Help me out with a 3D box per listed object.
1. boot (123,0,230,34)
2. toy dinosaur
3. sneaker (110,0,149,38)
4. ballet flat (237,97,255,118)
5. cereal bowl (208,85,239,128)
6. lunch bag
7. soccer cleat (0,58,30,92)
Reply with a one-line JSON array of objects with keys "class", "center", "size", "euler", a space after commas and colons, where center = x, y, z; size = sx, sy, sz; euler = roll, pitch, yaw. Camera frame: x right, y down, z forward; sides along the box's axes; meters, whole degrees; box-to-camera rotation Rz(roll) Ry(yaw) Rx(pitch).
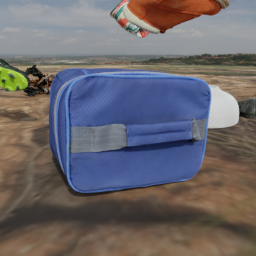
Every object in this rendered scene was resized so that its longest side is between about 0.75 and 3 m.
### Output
[{"class": "boot", "center": [0.927, -2.306, 5.145], "size": [2.444, 1.310, 0.917], "euler": [-12, 63, -48]}, {"class": "toy dinosaur", "center": [-4.340, -2.163, 14.159], "size": [2.879, 1.470, 1.954], "euler": [-14, -6, 25]}, {"class": "sneaker", "center": [0.292, -3.616, 9.859], "size": [0.902, 1.198, 2.563], "euler": [-41, -3, 19]}, {"class": "ballet flat", "center": [3.736, -0.912, 9.934], "size": [0.790, 0.675, 2.376], "euler": [-5, 16, -18]}, {"class": "cereal bowl", "center": [2.187, -0.795, 8.813], "size": [2.560, 1.066, 2.560], "euler": [1, 16, 0]}, {"class": "lunch bag", "center": [0.100, -0.027, 4.573], "size": [2.632, 1.788, 1.742], "euler": [-4, 16, -22]}, {"class": "soccer cleat", "center": [-3.352, -1.483, 7.360], "size": [2.244, 0.758, 0.910], "euler": [11, 44, 26]}]
